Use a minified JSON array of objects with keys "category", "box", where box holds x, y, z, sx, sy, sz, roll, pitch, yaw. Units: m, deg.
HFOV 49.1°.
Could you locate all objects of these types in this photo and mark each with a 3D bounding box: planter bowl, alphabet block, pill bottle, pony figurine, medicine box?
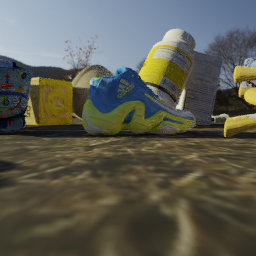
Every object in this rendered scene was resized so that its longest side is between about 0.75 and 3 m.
[{"category":"planter bowl","box":[-1.128,-1.254,12.623,1.806,2.683,2.683,33,20,29]},{"category":"alphabet block","box":[-3.485,-1.006,11.276,1.835,1.802,1.793,2,4,32]},{"category":"pill bottle","box":[1.301,-1.920,9.548,1.594,2.865,1.594,23,-22,10]},{"category":"pony figurine","box":[3.185,-0.631,4.581,2.674,2.227,2.581,5,37,30]},{"category":"medicine box","box":[2.435,-1.509,11.561,1.363,2.648,2.412,12,-1,-14]}]

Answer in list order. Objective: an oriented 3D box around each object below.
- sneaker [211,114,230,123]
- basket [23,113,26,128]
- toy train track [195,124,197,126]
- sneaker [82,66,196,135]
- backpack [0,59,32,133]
[{"category":"sneaker","box":[5.140,-0.489,15.925,1.268,0.480,0.583,-7,7,20]},{"category":"basket","box":[-4.053,-0.591,8.190,1.537,1.247,1.551,0,0,33]},{"category":"toy train track","box":[2.020,-0.130,9.752,1.076,0.175,0.617,-1,3,-38]},{"category":"sneaker","box":[0.343,-0.551,5.630,2.570,1.350,0.973,-2,3,-32]},{"category":"backpack","box":[-3.018,-0.655,5.769,2.085,1.536,2.283,-1,2,-31]}]
